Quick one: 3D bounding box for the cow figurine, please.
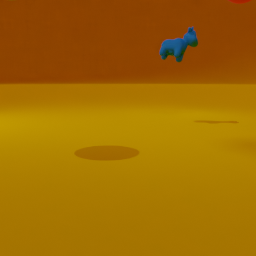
[{"bbox_3d":[1.770,-2.922,9.695,1.238,1.218,0.679,15,-9,23],"label":"cow figurine"}]

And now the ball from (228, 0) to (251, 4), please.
[{"bbox_3d":[2.231,-2.872,5.453,0.827,0.827,0.827,0,10,0],"label":"ball"}]
